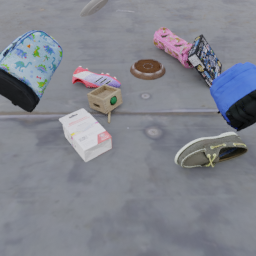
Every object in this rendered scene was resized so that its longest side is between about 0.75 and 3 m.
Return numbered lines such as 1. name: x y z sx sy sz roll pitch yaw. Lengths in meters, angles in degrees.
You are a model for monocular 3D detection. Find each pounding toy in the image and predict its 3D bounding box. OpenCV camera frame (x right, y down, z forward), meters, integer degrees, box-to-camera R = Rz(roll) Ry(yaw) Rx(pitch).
1. pounding toy: -0.875 -1.007 11.341 1.274 0.906 1.173 23 46 36

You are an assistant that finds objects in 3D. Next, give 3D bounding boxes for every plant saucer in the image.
1. plant saucer: 0.970 -2.934 13.695 1.751 0.281 1.751 -1 43 1

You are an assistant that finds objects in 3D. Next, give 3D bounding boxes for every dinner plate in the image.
1. dinner plate: -1.111 -4.370 9.996 1.389 0.168 1.389 -34 10 7

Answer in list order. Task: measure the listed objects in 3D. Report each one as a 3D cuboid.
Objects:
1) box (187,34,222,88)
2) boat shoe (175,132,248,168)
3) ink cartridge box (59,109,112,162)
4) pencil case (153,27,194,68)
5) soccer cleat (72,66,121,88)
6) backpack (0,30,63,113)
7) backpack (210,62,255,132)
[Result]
1. box: 3.566 -3.033 12.769 0.475 1.898 1.912 -22 30 39
2. boat shoe: 2.781 0.814 9.221 2.590 0.925 0.774 -14 40 -20
3. ink cartridge box: -1.559 0.195 10.078 1.124 0.651 1.930 -26 51 -25
4. pencil case: 2.443 -4.143 14.317 1.169 1.221 2.823 -34 50 -6
5. soccer cleat: -1.430 -2.086 12.592 2.243 0.748 0.858 19 80 10
6. backpack: -2.949 -1.903 8.435 1.773 1.671 2.174 40 47 -23
7. backpack: 2.907 -0.875 7.332 1.453 1.788 1.501 -40 59 19
